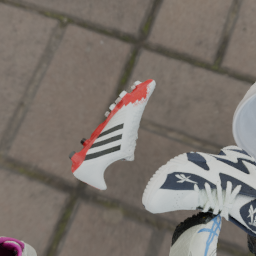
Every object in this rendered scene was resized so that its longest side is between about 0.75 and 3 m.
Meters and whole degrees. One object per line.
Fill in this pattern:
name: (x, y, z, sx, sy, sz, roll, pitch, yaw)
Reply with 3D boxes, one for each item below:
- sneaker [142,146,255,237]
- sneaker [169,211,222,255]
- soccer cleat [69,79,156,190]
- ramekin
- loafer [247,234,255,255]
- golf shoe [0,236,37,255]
sneaker: (1.831, 1.336, 5.305, 2.821, 1.836, 1.126, -5, 118, -31)
sneaker: (1.278, 2.414, 5.263, 0.911, 2.535, 0.919, -30, 93, 37)
soccer cleat: (-0.140, 0.115, 6.420, 1.200, 0.967, 2.818, 41, 79, -4)
ramekin: (3.556, -0.224, 6.205, 2.251, 2.251, 1.182, 30, 42, 7)
loafer: (2.725, 2.251, 5.550, 0.588, 1.615, 0.584, -9, 79, 0)
golf shoe: (-1.967, 2.178, 4.488, 1.043, 2.279, 0.858, -17, 68, 8)
